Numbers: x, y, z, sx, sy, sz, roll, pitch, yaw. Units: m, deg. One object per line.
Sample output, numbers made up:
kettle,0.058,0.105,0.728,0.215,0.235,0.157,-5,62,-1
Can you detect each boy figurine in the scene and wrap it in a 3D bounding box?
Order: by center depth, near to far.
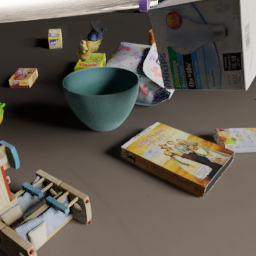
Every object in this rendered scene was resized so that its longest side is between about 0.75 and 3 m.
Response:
boy figurine,-1.446,-3.323,10.920,1.138,1.830,0.590,-34,84,-41

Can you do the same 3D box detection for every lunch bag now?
lunch bag,0.638,-2.234,11.264,2.798,1.779,2.373,13,47,15

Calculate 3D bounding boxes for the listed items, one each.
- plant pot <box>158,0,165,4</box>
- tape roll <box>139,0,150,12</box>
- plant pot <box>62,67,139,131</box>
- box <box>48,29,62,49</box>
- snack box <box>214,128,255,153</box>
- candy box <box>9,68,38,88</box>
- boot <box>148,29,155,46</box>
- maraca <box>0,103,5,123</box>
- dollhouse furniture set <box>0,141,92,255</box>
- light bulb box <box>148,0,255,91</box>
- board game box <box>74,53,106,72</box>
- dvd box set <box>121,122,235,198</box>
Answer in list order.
plant pot,1.806,-4.076,9.673,1.573,1.573,1.263,1,70,2
tape roll,1.740,-13.164,29.032,0.901,2.122,2.122,8,32,11
plant pot,-0.831,-0.864,9.339,2.434,1.639,2.434,-1,32,1
box,-4.799,-5.921,18.504,0.813,0.747,2.322,-7,33,-10
snack box,3.423,0.366,8.575,1.317,0.349,0.937,-1,31,-2
candy box,-4.776,-2.312,12.901,0.875,0.423,1.500,0,33,-1
boot,1.188,-3.365,12.882,1.026,2.078,2.677,25,50,29
maraca,-4.697,-0.441,9.446,1.056,0.824,1.540,-12,33,0
dollhouse furniture set,-1.832,1.225,5.356,1.565,2.233,1.574,20,36,29
light bulb box,1.867,-2.116,6.741,2.138,2.119,1.334,6,35,37
board game box,-1.858,-3.150,14.121,1.213,0.569,2.388,1,31,2
dvd box set,1.389,0.732,7.935,2.624,0.386,1.920,24,37,33
